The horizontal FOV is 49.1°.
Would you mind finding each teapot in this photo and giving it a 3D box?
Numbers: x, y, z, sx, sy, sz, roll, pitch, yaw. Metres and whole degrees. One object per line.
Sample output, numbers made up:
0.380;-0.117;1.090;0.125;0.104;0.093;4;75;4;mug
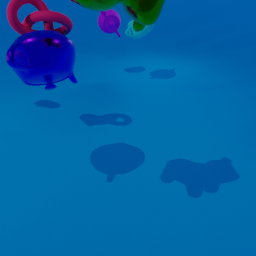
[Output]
-0.691;-3.986;10.471;0.873;1.404;0.687;-36;37;6;teapot
0.444;-3.790;10.198;1.560;0.764;0.970;-47;29;-24;teapot
-1.566;-1.227;5.429;1.258;0.991;2.023;-15;-2;22;teapot

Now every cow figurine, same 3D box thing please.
-0.315;-2.119;4.170;1.746;0.959;1.718;28;22;20;cow figurine

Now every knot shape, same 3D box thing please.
-2.034;-2.465;6.771;1.385;1.481;0.684;-6;42;2;knot shape
